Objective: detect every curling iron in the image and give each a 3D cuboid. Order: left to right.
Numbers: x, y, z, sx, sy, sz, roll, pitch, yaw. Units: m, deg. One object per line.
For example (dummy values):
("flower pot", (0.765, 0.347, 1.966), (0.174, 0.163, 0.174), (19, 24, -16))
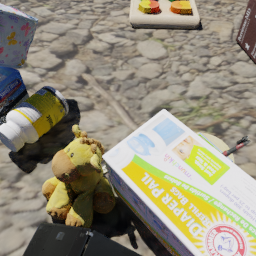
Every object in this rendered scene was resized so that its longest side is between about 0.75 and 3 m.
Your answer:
("curling iron", (2.067, 0.535, 5.864), (0.154, 1.209, 0.300), (50, 37, 8))

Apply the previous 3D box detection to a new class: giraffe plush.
("giraffe plush", (-0.934, 0.876, 5.663), (1.607, 1.510, 1.862), (26, 54, 20))

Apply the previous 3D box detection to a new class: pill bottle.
("pill bottle", (-2.377, -0.224, 6.982), (0.947, 0.947, 1.702), (28, 55, 22))

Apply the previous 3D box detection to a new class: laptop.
("laptop", (-0.985, 2.836, 4.920), (2.092, 1.080, 1.854), (-5, 43, 31))

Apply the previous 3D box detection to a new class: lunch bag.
("lunch bag", (-3.107, -2.301, 6.978), (1.054, 1.406, 1.658), (34, 20, 21))

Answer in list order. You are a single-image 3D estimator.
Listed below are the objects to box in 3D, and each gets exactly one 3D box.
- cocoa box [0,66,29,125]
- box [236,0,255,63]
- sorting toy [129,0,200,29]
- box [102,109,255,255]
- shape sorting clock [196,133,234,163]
("cocoa box", (-3.783, -1.071, 7.581), (1.712, 1.123, 1.142), (21, 53, 17))
("box", (4.857, -3.046, 8.891), (1.674, 1.691, 2.038), (-10, 50, -9))
("sorting toy", (1.441, -5.036, 11.367), (2.675, 0.527, 2.890), (2, 50, 2))
("box", (1.118, 1.328, 5.170), (1.658, 1.494, 2.947), (-38, 59, -19))
("shape sorting clock", (1.712, 0.753, 6.565), (1.485, 0.291, 1.485), (-5, 58, 7))
